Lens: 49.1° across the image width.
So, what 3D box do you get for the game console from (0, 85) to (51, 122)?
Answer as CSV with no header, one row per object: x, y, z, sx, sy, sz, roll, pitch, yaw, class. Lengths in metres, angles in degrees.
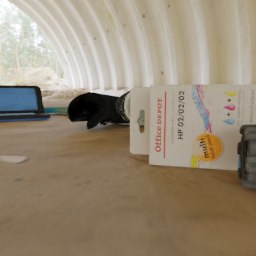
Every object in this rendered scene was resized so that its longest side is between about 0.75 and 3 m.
-4.076,-0.943,10.099,2.180,1.290,1.861,-4,7,-28,game console

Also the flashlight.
1.990,0.288,2.485,1.874,0.634,0.637,0,7,13,flashlight

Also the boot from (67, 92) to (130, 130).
-0.089,-0.489,7.413,2.499,0.954,2.100,-4,0,28,boot

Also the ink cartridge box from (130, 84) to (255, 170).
0.815,-0.041,3.554,1.752,1.009,0.595,2,7,14,ink cartridge box

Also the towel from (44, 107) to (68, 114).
-2.225,-0.743,12.722,2.917,0.316,2.139,5,9,30,towel

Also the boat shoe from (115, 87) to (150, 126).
1.054,-0.391,5.858,2.689,1.017,0.811,11,1,-24,boat shoe
